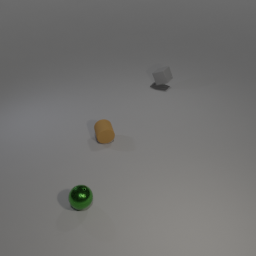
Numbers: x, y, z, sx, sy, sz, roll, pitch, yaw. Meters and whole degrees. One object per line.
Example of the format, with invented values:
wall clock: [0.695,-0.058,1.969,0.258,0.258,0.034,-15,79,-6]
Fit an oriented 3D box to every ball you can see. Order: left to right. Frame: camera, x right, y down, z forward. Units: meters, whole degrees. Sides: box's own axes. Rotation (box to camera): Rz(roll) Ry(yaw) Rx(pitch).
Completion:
ball: [-1.353,1.979,8.029,0.700,0.700,0.700,0,32,0]

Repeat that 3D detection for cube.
cube: [1.818,-2.741,14.674,0.700,0.700,0.700,-5,28,39]

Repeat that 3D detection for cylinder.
cylinder: [-0.921,0.134,10.887,0.700,0.700,0.700,-8,39,-12]
